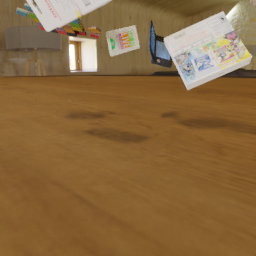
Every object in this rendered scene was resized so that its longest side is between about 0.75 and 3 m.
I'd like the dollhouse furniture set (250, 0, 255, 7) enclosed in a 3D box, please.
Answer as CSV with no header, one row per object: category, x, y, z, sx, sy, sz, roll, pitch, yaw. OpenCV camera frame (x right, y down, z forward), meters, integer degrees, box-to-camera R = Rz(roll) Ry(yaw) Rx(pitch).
dollhouse furniture set,2.588,-3.378,6.547,1.292,1.359,1.107,-35,10,-39

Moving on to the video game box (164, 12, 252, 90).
video game box,2.165,-2.158,7.807,1.835,1.672,0.430,-23,-23,6

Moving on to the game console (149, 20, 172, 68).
game console,1.065,-2.689,8.994,1.021,1.197,0.708,11,-25,-13

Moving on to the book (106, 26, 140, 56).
book,-0.201,-3.347,10.701,1.322,0.883,0.318,-27,28,-32

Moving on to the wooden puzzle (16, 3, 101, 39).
wooden puzzle,-2.155,-3.273,8.712,2.654,0.186,1.574,12,-2,1

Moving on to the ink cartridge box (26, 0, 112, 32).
ink cartridge box,-1.218,-2.981,5.780,2.254,1.320,0.759,-2,39,43
